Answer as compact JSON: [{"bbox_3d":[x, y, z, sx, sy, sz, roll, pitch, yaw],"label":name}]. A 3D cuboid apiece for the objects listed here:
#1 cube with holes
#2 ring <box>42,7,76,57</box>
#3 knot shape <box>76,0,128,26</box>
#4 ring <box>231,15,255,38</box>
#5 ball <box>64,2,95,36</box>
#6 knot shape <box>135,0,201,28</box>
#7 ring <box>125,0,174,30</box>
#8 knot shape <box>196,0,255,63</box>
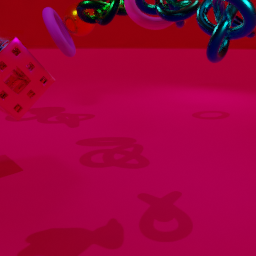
[{"bbox_3d":[-2.615,-1.090,6.054,1.192,1.192,1.192,19,65,46],"label":"cube with holes"},{"bbox_3d":[-2.642,-3.684,10.862,0.400,1.998,1.998,-25,16,7],"label":"ring"},{"bbox_3d":[-0.747,-4.317,10.079,2.064,0.954,1.932,-23,29,-11],"label":"knot shape"},{"bbox_3d":[4.277,-3.960,10.731,1.450,0.290,1.450,23,38,-19],"label":"ring"},{"bbox_3d":[-1.961,-4.402,11.382,1.287,1.287,1.287,0,18,0],"label":"ball"},{"bbox_3d":[1.069,-3.083,7.113,1.637,0.756,1.531,30,20,17],"label":"knot shape"},{"bbox_3d":[0.692,-3.526,7.998,1.603,1.603,0.321,-4,-16,-11],"label":"ring"},{"bbox_3d":[1.639,-1.944,4.890,0.629,1.362,1.275,-2,59,-7],"label":"knot shape"}]
